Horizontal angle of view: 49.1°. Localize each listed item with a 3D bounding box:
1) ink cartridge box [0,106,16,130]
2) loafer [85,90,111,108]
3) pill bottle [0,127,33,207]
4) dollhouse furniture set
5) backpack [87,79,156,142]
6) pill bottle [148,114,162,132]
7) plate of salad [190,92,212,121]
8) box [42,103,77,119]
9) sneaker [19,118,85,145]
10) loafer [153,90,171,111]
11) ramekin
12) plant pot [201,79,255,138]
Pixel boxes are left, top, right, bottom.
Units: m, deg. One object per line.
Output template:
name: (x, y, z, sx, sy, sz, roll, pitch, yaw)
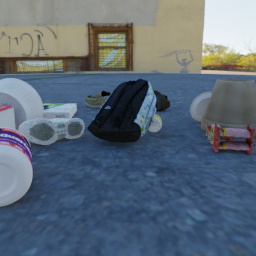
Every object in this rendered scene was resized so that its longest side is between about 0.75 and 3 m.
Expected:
ink cartridge box: (-5.193, 0.081, 8.237, 2.984, 1.277, 2.202, -2, 14, 4)
loafer: (-1.298, -1.609, 15.470, 2.846, 0.991, 1.070, 12, 19, 40)
pill bottle: (-2.702, 0.689, 6.021, 1.206, 1.206, 2.144, -5, 16, -19)
dollhouse furniture set: (3.191, 0.155, 8.957, 1.057, 0.799, 1.964, 2, 14, 7)
backpack: (0.031, -0.608, 9.382, 1.885, 2.311, 1.776, -1, -28, 35)
pill bottle: (1.023, -0.217, 10.882, 0.571, 0.571, 1.015, 2, 14, 7)
plate of salad: (3.300, -0.922, 11.879, 1.447, 1.447, 0.348, -2, 35, -9)
box: (-3.472, -0.794, 13.424, 1.723, 0.434, 2.388, 0, 13, -3)
sneaker: (-2.678, 0.070, 9.558, 2.250, 0.876, 1.118, -1, 5, -42)
loafer: (1.716, -1.478, 15.432, 0.908, 0.929, 2.546, 2, 24, -8)
ramekin: (-4.154, -0.650, 9.894, 2.074, 2.074, 0.966, 2, 25, 7)
plant pot: (3.965, -0.840, 10.589, 2.243, 1.946, 2.243, 0, 16, 0)
